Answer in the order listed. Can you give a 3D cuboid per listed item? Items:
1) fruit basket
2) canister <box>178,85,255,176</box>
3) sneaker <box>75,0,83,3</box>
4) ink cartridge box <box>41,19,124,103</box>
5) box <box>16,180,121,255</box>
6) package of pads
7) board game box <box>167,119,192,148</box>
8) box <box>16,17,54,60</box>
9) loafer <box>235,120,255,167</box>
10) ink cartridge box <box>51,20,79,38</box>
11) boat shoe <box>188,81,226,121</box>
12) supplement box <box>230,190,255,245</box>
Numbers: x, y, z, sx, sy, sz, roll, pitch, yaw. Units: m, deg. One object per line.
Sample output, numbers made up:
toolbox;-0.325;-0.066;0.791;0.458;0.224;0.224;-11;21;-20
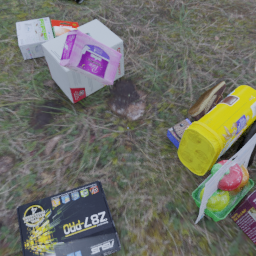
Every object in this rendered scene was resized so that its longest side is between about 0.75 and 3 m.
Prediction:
fruit basket;2.566;1.364;7.518;2.207;2.383;1.117;-38;50;-22
canister;2.886;0.040;8.691;2.611;1.939;1.130;-37;63;-24
sneaker;-2.798;-6.611;14.026;1.511;0.567;0.872;-10;58;-8
ink cartridge box;-1.576;-2.525;10.499;2.421;1.759;1.751;-32;62;-20
box;-1.628;2.733;7.639;2.440;0.599;1.966;-15;60;-11
package of pads;-0.894;-1.699;6.951;0.561;1.483;0.894;14;87;48
board game box;1.857;0.196;9.473;0.843;0.408;0.672;-28;60;-17
box;-3.920;-3.863;11.995;1.452;0.796;1.645;-15;57;-10
loafer;4.466;0.222;9.057;1.040;1.064;2.915;33;61;20
ink cartridge box;-2.652;-4.387;12.404;1.291;0.399;1.592;-3;57;-24
boat shoe;3.026;-0.895;10.121;0.792;0.794;2.201;50;54;-5
supplement box;3.983;2.613;7.233;1.121;1.422;2.173;-30;62;-20
